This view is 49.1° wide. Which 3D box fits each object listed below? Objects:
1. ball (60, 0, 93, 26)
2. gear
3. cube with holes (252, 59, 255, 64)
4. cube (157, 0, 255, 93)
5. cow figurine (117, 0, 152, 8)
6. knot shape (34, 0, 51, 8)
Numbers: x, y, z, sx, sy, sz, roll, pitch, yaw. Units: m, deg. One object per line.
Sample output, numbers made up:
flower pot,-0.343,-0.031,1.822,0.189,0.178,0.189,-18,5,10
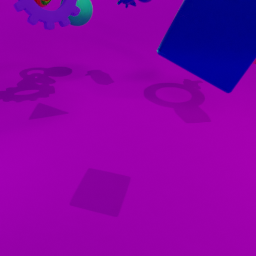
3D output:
ball,-1.872,-4.315,10.167,1.168,1.168,1.168,0,33,0
gear,-2.229,-3.773,7.747,1.950,1.950,0.361,-18,22,-25
cube with holes,3.138,-2.163,7.227,0.786,0.786,0.786,15,9,-28
cube,1.032,-1.175,3.387,0.981,0.981,0.981,29,25,-3
cow figurine,0.297,-4.447,9.093,0.904,1.620,1.646,8,46,-33
knot shape,-2.246,-4.805,8.922,2.021,0.934,1.891,-26,50,14
